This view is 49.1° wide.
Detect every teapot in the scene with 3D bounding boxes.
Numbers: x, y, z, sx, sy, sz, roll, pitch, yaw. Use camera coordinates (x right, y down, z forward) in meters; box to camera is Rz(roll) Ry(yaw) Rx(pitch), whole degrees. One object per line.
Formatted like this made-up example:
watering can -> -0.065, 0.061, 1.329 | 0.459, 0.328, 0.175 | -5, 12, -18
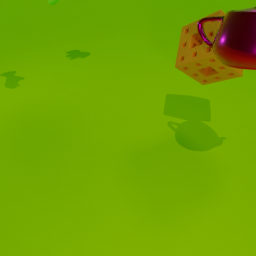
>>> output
teapot -> 1.987, -1.414, 4.108 | 2.046, 1.002, 1.272 | 14, 29, 32

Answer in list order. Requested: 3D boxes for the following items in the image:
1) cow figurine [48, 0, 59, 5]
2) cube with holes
cow figurine -> -2.208, -4.474, 8.964 | 1.136, 0.634, 1.155 | -38, 20, 7
cube with holes -> 1.918, -1.779, 6.460 | 1.075, 1.075, 1.075 | -6, 68, 52
